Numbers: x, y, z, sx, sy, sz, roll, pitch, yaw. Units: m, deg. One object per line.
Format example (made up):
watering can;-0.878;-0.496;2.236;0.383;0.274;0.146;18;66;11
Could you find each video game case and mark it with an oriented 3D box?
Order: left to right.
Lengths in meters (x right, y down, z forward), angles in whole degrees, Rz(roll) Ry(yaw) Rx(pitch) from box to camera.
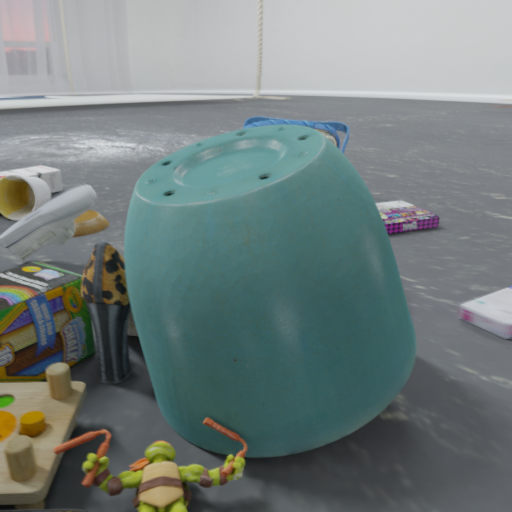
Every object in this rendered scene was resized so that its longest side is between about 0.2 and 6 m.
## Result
video game case;2.721;-0.794;11.422;1.470;0.263;1.332;-8;22;-21

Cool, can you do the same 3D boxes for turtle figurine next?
turtle figurine;-0.776;1.801;4.143;1.515;0.488;1.222;4;27;-11

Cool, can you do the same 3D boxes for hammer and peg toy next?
hammer and peg toy;-2.542;1.525;4.604;1.968;0.694;1.448;-1;22;-3

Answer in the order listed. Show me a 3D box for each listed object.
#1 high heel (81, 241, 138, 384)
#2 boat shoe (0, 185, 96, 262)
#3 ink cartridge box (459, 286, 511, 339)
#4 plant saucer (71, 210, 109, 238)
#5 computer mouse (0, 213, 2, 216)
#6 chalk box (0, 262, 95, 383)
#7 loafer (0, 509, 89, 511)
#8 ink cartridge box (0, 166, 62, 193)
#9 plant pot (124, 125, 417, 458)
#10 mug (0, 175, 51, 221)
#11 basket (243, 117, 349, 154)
high heel;-1.451;0.300;6.653;0.769;1.536;2.155;1;20;3
boat shoe;-3.219;-0.461;8.905;1.969;0.647;0.709;-26;25;19
ink cartridge box;3.367;0.717;7.400;1.198;0.251;0.715;-16;25;-30
plant saucer;-3.661;-0.690;11.176;1.401;0.248;1.401;0;21;0
computer mouse;-5.850;-0.930;11.742;0.531;0.309;1.813;13;24;29
chalk box;-2.519;0.727;6.300;1.016;1.009;1.628;13;23;34
loafer;-2.169;1.867;3.353;2.645;0.963;0.956;-3;18;-11
ink cartridge box;-5.578;-1.789;13.664;0.968;0.564;1.337;16;26;37
plant pot;0.015;0.068;5.378;2.754;2.210;2.754;-12;28;6
mug;-4.986;-1.350;11.946;1.182;0.947;0.970;32;15;0
basket;0.696;-2.156;12.281;2.446;1.929;2.774;6;50;12
